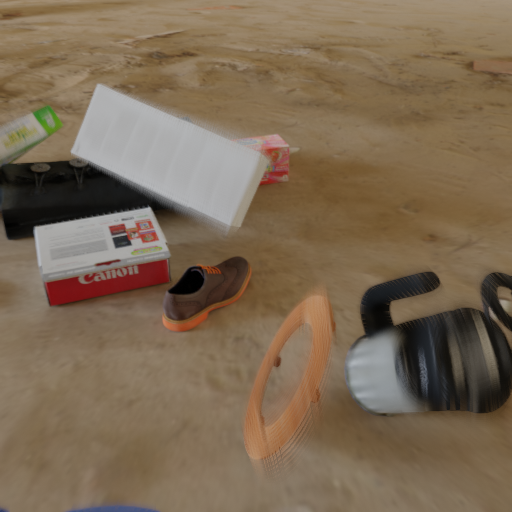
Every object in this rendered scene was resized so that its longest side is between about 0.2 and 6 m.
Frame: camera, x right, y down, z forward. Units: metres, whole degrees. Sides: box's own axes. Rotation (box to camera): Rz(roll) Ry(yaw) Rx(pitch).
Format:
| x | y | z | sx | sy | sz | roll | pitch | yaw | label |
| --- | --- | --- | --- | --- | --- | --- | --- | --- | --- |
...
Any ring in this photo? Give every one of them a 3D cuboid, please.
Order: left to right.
| x | y | z | sx | sy | sz | roll | pitch | yaw | label |
| --- | --- | --- | --- | --- | --- | --- | --- | --- | --- |
| 0.366 | 1.305 | 6.102 | 0.179 | 1.869 | 1.869 | 25 | 31 | -11 | ring |

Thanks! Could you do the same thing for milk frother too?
| x | y | z | sx | sy | sz | roll | pitch | yaw | label |
| --- | --- | --- | --- | --- | --- | --- | --- | --- | --- |
| 2.202 | 1.029 | 6.454 | 1.772 | 1.666 | 1.599 | 8 | 72 | -21 | milk frother |

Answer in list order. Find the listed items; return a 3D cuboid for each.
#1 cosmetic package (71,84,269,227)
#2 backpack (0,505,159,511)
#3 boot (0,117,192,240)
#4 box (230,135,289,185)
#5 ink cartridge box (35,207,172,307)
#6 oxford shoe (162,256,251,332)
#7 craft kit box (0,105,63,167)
| x | y | z | sx | sy | sz | roll | pitch | yaw | label |
| --- | --- | --- | --- | --- | --- | --- | --- | --- | --- |
| -1.524 | -1.753 | 9.918 | 3.233 | 1.334 | 0.819 | 26 | 4 | 11 | cosmetic package |
| -1.599 | 2.810 | 2.456 | 3.617 | 3.310 | 2.658 | -12 | 27 | -25 | backpack |
| -3.124 | -1.744 | 11.674 | 3.988 | 1.309 | 3.287 | -12 | 32 | -10 | boot |
| -0.195 | -2.091 | 12.419 | 1.711 | 0.878 | 0.810 | -10 | 34 | -14 | box |
| -2.445 | 0.083 | 9.046 | 1.955 | 0.820 | 1.717 | -11 | 34 | -17 | ink cartridge box |
| -0.693 | 0.409 | 8.658 | 0.679 | 0.691 | 1.906 | 19 | 37 | 27 | oxford shoe |
| -5.499 | -1.885 | 11.220 | 2.528 | 0.613 | 2.496 | -22 | 23 | 33 | craft kit box |
